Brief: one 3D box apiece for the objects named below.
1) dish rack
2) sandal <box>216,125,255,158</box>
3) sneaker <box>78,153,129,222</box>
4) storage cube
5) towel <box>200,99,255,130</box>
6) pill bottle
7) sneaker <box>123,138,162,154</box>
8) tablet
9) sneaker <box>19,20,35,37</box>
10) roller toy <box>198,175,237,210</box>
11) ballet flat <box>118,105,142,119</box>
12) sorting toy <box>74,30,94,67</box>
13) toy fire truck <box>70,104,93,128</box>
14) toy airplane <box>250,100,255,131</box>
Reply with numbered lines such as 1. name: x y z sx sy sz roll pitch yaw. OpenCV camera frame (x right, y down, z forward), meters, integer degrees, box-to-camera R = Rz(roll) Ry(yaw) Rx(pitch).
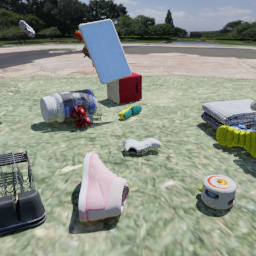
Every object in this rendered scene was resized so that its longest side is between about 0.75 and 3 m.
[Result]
1. dish rack: -3.282 1.419 6.711 2.209 0.785 2.879 -8 21 -23
2. sandal: 4.093 0.373 9.203 0.983 0.897 2.257 -10 25 -34
3. sneaker: -0.539 1.336 6.755 1.119 0.805 2.140 -5 29 -1
4. storage cube: -0.224 -2.185 14.950 1.438 1.368 1.600 -15 26 -30
5. towel: 4.327 -0.440 11.132 2.273 0.972 1.882 -6 21 -11
6. pill bottle: -2.528 -0.934 11.935 2.168 1.233 1.233 -14 25 -31
7. sneaker: 0.476 0.651 9.154 1.254 0.467 0.546 -6 33 3
8. tablet: -0.899 -3.173 11.568 1.639 2.518 0.172 -25 7 -32
9. sneaker: -4.251 -4.175 11.788 0.295 0.789 0.393 -34 29 13
10. roller toy: 2.170 1.491 6.671 0.846 0.591 0.772 0 22 -1
11. ballet flat: 0.070 -0.740 12.571 0.461 0.459 1.374 5 22 38
12. sorting toy: -1.453 -3.144 12.447 0.424 2.509 1.209 -57 13 -23
13. toy fire truck: -1.837 -0.509 11.334 0.548 0.978 0.821 -27 9 24
14. toy airplane: 5.242 -0.471 8.740 2.772 2.760 1.956 12 34 33
